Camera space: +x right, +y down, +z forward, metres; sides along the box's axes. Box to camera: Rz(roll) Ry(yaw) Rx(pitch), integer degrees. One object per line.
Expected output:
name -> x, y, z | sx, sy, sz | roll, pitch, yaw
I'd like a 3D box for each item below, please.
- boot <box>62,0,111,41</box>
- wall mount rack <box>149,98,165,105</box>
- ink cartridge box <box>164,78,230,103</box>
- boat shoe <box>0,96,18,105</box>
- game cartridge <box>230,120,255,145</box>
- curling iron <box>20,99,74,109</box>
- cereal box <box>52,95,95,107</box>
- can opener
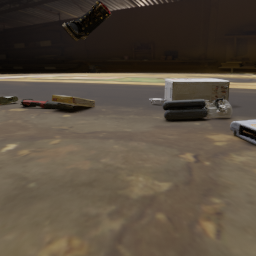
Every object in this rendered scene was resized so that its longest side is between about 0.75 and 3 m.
boot -> -0.815, -2.197, 5.722 | 0.858, 0.417, 1.139 | -36, 6, 17
wall mount rack -> 1.403, -1.250, 13.192 | 0.759, 0.283, 0.660 | 6, 18, 21
ink cartridge box -> 3.228, -1.849, 13.783 | 2.663, 1.117, 2.338 | -1, 13, -3
boat shoe -> -5.761, -1.285, 13.241 | 1.073, 0.374, 0.382 | -14, 1, -43
game cartridge -> 3.829, 0.198, 6.768 | 1.611, 0.502, 2.419 | -7, 15, -10
curling iron -> -3.528, -1.051, 12.157 | 2.620, 0.335, 0.649 | 5, 14, 20
cereal box -> -2.305, -1.145, 11.949 | 1.115, 0.306, 1.549 | 8, 3, 30
can opener -> 2.490, -0.602, 9.993 | 2.617, 0.689, 0.870 | -2, -22, -14
